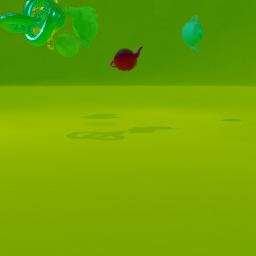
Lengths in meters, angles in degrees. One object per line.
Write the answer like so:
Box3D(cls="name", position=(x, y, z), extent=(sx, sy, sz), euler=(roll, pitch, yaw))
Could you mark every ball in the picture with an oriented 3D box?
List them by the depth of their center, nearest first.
Box3D(cls="ball", position=(-2.445, -3.350, 11.349), extent=(0.917, 0.917, 0.917), euler=(0, 9, 0))

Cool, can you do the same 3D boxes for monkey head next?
Box3D(cls="monkey head", position=(-1.292, -2.824, 7.544), extent=(0.965, 0.808, 1.341), euler=(1, 51, -25))
Box3D(cls="monkey head", position=(-2.982, -3.942, 10.654), extent=(1.192, 1.979, 1.423), euler=(9, 7, 28))

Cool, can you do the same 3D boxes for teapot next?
Box3D(cls="teapot", position=(-0.048, -2.048, 8.217), extent=(1.142, 0.559, 0.710), euler=(-18, -38, 25))
Box3D(cls="teapot", position=(2.286, -3.227, 9.695), extent=(0.798, 1.283, 0.628), euler=(-2, 4, -40))

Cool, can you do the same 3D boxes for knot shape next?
Box3D(cls="knot shape", position=(-2.369, -2.627, 6.877), extent=(1.496, 0.739, 1.599), euler=(-8, 45, 2))
